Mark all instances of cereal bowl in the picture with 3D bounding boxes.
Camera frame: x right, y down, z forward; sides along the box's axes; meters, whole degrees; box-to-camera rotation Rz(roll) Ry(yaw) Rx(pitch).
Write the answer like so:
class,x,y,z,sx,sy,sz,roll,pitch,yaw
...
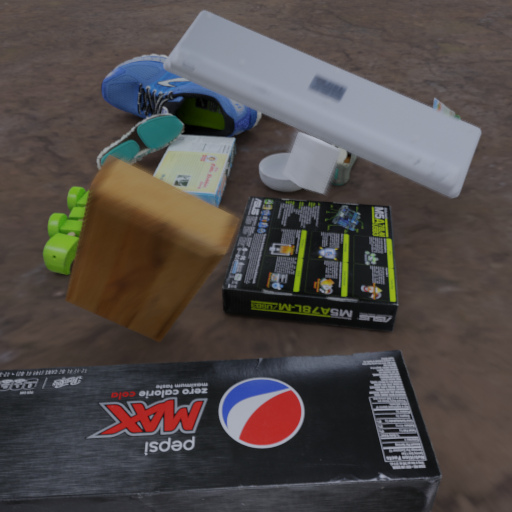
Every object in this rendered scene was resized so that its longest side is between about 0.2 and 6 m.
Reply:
class,x,y,z,sx,sy,sz,roll,pitch,yaw
cereal bowl,0.568,-1.508,10.517,1.035,0.431,1.035,0,39,0

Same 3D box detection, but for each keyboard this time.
class,x,y,z,sx,sy,sz,roll,pitch,yaw
keyboard,1.084,-2.555,9.103,5.130,0.273,1.444,25,61,5

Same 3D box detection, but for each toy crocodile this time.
class,x,y,z,sx,sy,sz,roll,pitch,yaw
toy crocodile,-2.787,-0.567,9.205,0.779,0.712,2.307,5,34,2

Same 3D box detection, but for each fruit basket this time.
class,x,y,z,sx,sy,sz,roll,pitch,yaw
fruit basket,3.350,-2.195,10.059,0.518,1.023,1.104,9,2,31

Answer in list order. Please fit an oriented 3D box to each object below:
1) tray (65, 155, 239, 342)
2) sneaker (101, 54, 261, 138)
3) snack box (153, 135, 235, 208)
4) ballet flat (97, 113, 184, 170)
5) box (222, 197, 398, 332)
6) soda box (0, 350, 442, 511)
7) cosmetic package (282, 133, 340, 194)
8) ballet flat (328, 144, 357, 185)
class,x,y,z,sx,sy,sz,roll,pitch,yaw
tray,-1.299,0.120,6.218,1.336,2.709,0.502,26,56,-9
sneaker,-1.808,-3.328,11.978,3.654,1.435,1.629,14,35,17
snack box,-1.177,-1.641,10.702,1.265,0.404,2.178,5,39,6
ballet flat,-2.332,-2.248,11.055,1.872,0.672,0.672,-31,45,-10
box,0.870,-0.001,8.506,2.395,0.589,2.480,6,38,5
soda box,-0.720,1.968,5.194,4.378,1.549,1.386,-2,36,-1
cosmetic package,0.783,-1.337,8.024,0.412,0.670,0.668,12,18,-26
ballet flat,1.703,-2.009,11.067,0.570,0.539,1.692,7,39,9
